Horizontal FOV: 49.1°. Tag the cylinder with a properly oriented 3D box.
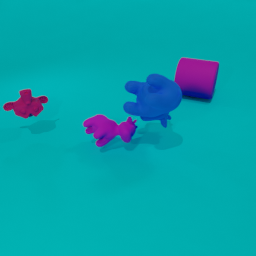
[{"bbox_3d":[2.294,-1.663,9.374,1.237,1.237,1.237,13,32,19],"label":"cylinder"}]

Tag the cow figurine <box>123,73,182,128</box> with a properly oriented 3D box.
[{"bbox_3d":[0.705,-0.590,6.389,1.684,0.940,1.712,11,-12,-35],"label":"cow figurine"}]

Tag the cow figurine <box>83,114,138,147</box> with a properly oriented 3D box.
[{"bbox_3d":[-0.384,-0.016,6.649,1.074,0.599,1.092,-32,52,-19],"label":"cow figurine"}]

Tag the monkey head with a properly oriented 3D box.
[{"bbox_3d":[-2.560,-0.657,7.085,1.140,0.820,0.687,-15,31,-23],"label":"monkey head"}]
